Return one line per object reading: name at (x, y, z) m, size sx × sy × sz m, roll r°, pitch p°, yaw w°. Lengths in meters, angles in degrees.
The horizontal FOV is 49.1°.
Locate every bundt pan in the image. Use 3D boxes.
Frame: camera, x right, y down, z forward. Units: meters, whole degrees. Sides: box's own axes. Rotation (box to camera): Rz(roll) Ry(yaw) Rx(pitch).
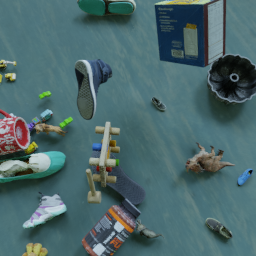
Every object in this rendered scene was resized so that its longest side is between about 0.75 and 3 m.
bundt pan at (4.340, -1.952, 11.781) m, size 2.205 × 0.828 × 2.205 m, roll 0°, pitch 75°, yaw 1°

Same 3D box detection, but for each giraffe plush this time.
giraffe plush at (-3.426, 4.676, 9.917) m, size 0.895 × 0.841 × 1.037 m, roll 4°, pitch 74°, yaw 1°

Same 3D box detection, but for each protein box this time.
protein box at (2.011, -3.156, 9.042) m, size 1.256 × 1.862 × 1.848 m, roll -33°, pitch 37°, yaw -33°

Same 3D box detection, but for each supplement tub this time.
supplement tub at (-0.531, 3.607, 10.013) m, size 1.168 × 1.168 × 2.184 m, roll 41°, pitch 81°, yaw 10°

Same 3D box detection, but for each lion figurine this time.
lion figurine at (-3.063, 0.057, 11.260) m, size 1.214 × 0.744 × 0.440 m, roll -1°, pitch 74°, yaw -1°

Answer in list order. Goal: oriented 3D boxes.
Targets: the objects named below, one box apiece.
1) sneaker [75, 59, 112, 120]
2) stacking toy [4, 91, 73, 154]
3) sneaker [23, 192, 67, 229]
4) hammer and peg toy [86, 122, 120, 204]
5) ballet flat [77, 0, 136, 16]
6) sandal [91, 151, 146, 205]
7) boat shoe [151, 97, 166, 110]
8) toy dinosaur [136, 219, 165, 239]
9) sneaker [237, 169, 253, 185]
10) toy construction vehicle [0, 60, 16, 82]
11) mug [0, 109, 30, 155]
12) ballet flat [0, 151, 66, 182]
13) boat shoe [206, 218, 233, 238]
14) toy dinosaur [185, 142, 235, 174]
sneaker at (-1.101, -1.369, 9.644) m, size 0.760 × 1.444 × 1.999 m, roll 10°, pitch 111°, yaw 26°
stacking toy at (-3.663, -0.268, 11.510) m, size 2.281 × 0.536 × 1.720 m, roll -37°, pitch 79°, yaw -12°
sneaker at (-3.265, 2.978, 10.549) m, size 1.652 × 0.642 × 1.155 m, roll -23°, pitch 74°, yaw -16°
hammer and peg toy at (-0.737, 1.146, 8.922) m, size 0.814 × 1.697 × 2.308 m, roll 5°, pitch 54°, yaw 2°
ballet flat at (-0.970, -5.699, 12.953) m, size 2.670 × 0.901 × 0.833 m, roll 6°, pitch 46°, yaw -2°
sandal at (-0.467, 1.910, 10.912) m, size 1.027 × 0.578 × 2.700 m, roll -42°, pitch 88°, yaw -4°
boat shoe at (1.291, -1.028, 11.810) m, size 0.753 × 0.267 × 0.272 m, roll 37°, pitch 78°, yaw 10°
toy dinosaur at (0.739, 3.851, 10.259) m, size 1.243 × 0.636 × 0.478 m, roll 32°, pitch 77°, yaw 10°
sneaker at (4.598, 1.905, 10.973) m, size 0.264 × 0.314 × 0.802 m, roll 43°, pitch 80°, yaw 9°
toy construction vehicle at (-5.439, -2.470, 12.149) m, size 1.103 × 0.388 × 0.960 m, roll 2°, pitch 74°, yaw 1°
mug at (-5.111, 0.153, 10.534) m, size 2.305 × 1.538 × 2.046 m, roll -9°, pitch 100°, yaw 6°
ballet flat at (-3.846, 1.472, 10.722) m, size 2.858 × 1.006 × 0.962 m, roll -13°, pitch 71°, yaw -4°
boat shoe at (3.426, 3.728, 10.435) m, size 1.078 × 0.354 × 0.385 m, roll 34°, pitch 77°, yaw 9°
toy dinosaur at (3.089, 1.370, 10.912) m, size 1.923 × 0.825 × 1.303 m, roll 22°, pitch 83°, yaw -7°
